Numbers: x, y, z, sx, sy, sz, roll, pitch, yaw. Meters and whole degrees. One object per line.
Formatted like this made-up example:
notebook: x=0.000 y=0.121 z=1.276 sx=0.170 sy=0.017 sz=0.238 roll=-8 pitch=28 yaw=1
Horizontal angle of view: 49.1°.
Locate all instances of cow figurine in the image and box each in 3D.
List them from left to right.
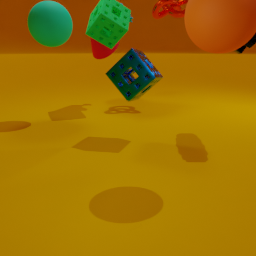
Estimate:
cow figurine: x=-0.230 y=-4.669 z=11.578 sx=0.500 sy=0.896 sz=0.911 roll=-23 pitch=17 yaw=36

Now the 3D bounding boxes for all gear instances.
gear: x=3.243 y=-2.816 z=6.846 sx=0.386 sy=2.087 sz=2.087 roll=34 pitch=17 yaw=-4

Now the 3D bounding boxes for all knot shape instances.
knot shape: x=1.573 y=-4.560 z=10.686 sx=1.467 sy=0.724 sz=1.567 roll=-15 pitch=23 yaw=-29

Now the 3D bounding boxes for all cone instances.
cone: x=-1.183 y=-3.571 z=10.878 sx=1.252 sy=1.252 sz=1.257 roll=13 pitch=-22 yaw=37

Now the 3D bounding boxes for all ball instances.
ball: x=-2.387 y=-3.189 z=8.624 sx=1.337 sy=1.337 sz=1.337 roll=0 pitch=17 yaw=0
ball: x=1.426 y=-1.707 z=4.250 sx=1.115 sy=1.115 sz=1.115 roll=0 pitch=17 yaw=0

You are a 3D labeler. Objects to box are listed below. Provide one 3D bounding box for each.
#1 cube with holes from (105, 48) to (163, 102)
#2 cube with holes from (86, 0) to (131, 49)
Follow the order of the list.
cube with holes: x=0.187 y=-1.347 z=7.193 sx=0.919 sy=0.919 sz=0.919 roll=-40 pitch=-4 yaw=21
cube with holes: x=-0.703 y=-3.812 z=10.089 sx=1.104 sy=1.104 sz=1.104 roll=24 pitch=-35 yaw=-27
